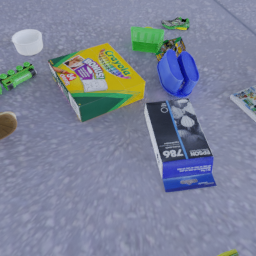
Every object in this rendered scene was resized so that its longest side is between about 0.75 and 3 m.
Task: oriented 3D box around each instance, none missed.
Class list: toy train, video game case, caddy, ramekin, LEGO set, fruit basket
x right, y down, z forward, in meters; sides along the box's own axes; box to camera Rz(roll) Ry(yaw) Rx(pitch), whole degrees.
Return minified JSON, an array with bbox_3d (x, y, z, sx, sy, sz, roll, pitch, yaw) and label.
[{"bbox_3d":[-3.984,-1.591,9.441,0.577,0.427,2.047,41,60,18],"label":"toy train"},{"bbox_3d":[4.378,-0.714,8.811,1.550,0.187,1.700,-21,53,-17],"label":"video game case"},{"bbox_3d":[1.617,-1.794,9.291,1.176,0.873,1.663,1,60,-18],"label":"caddy"},{"bbox_3d":[-3.833,-3.290,10.807,1.107,0.540,1.107,0,49,0],"label":"ramekin"},{"bbox_3d":[1.641,-2.738,10.383,0.995,0.750,1.294,-10,38,31],"label":"LEGO set"},{"bbox_3d":[0.765,-3.598,10.894,1.374,0.991,1.374,-1,66,3],"label":"fruit basket"}]

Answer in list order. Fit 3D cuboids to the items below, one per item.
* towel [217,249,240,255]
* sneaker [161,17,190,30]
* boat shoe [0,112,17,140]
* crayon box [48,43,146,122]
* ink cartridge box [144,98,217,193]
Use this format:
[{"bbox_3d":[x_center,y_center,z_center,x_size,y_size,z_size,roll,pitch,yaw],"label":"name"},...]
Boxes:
[{"bbox_3d":[2.077,3.145,5.045,0.730,0.153,1.697,-38,59,22],"label":"towel"},{"bbox_3d":[2.018,-4.502,11.877,1.207,0.514,0.471,3,49,4],"label":"sneaker"},{"bbox_3d":[-4.108,0.236,7.681,2.248,0.801,0.725,-26,25,-11],"label":"boat shoe"},{"bbox_3d":[-1.062,-1.625,9.207,2.250,0.760,2.607,-24,53,-19],"label":"crayon box"},{"bbox_3d":[1.380,0.348,7.670,1.395,0.550,2.806,-7,50,-7],"label":"ink cartridge box"}]
